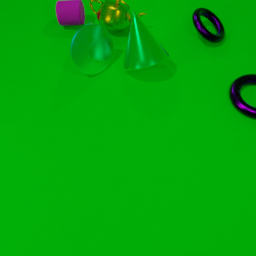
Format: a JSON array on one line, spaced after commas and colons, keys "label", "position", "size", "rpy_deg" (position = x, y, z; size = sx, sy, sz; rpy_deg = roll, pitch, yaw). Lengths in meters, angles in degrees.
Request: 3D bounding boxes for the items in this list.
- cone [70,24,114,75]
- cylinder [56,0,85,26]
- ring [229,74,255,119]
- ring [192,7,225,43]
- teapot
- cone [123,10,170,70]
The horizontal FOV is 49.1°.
[{"label": "cone", "position": [-1.477, -2.549, 8.831], "size": [1.474, 1.474, 1.480], "rpy_deg": [-39, 40, -21]}, {"label": "cylinder", "position": [-1.951, -3.930, 9.561], "size": [0.800, 0.800, 0.800], "rpy_deg": [-1, 59, 5]}, {"label": "ring", "position": [3.720, -0.929, 8.083], "size": [1.576, 0.315, 1.576], "rpy_deg": [0, 59, 0]}, {"label": "ring", "position": [2.681, -3.413, 9.287], "size": [1.358, 0.272, 1.358], "rpy_deg": [14, 60, -26]}, {"label": "teapot", "position": [-0.362, -3.848, 9.370], "size": [1.927, 0.944, 1.198], "rpy_deg": [16, 44, -5]}, {"label": "cone", "position": [0.344, -2.647, 8.117], "size": [1.465, 1.471, 1.465], "rpy_deg": [-14, 26, 7]}]
